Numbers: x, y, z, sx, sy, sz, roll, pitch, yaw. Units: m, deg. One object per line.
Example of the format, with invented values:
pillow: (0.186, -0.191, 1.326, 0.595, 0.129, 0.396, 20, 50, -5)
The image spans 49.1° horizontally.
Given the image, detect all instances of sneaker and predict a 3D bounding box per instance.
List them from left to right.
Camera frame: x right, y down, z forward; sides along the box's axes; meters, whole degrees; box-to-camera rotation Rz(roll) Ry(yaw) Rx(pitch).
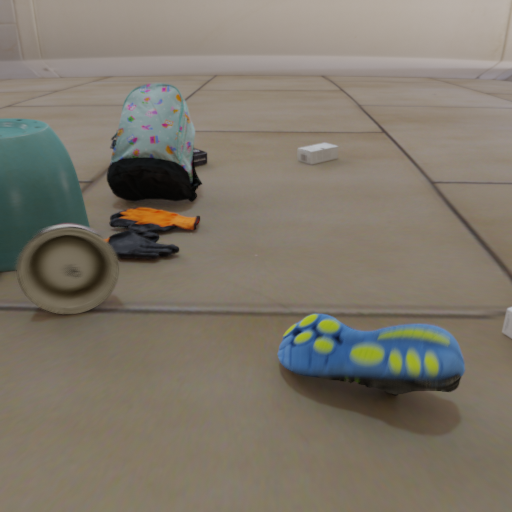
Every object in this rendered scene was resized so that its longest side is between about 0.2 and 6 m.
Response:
sneaker: (1.244, 1.244, 6.528, 2.305, 0.955, 0.817, 0, 50, 35)

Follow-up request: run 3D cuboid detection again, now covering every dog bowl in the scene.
dog bowl: (-2.722, 0.137, 8.144, 1.370, 1.370, 0.505, -7, 25, -16)

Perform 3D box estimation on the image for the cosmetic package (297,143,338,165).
cosmetic package: (1.771, -2.930, 16.028, 1.116, 0.413, 0.567, -21, 32, -36)

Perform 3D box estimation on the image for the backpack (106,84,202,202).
backpack: (-2.246, -2.597, 12.784, 2.121, 1.609, 2.541, 5, 65, 2)

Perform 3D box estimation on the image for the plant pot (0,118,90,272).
plant pot: (-4.529, -1.273, 10.228, 2.734, 2.194, 2.734, 1, 25, -1)

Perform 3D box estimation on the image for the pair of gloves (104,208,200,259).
pair of gloves: (-2.175, -0.473, 10.726, 1.873, 0.260, 2.102, 5, 27, 9)

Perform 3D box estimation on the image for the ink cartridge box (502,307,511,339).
ink cartridge box: (3.921, 1.009, 7.394, 0.722, 0.417, 0.996, -11, 27, -23)

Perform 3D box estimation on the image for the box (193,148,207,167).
box: (-2.613, -2.839, 15.868, 1.529, 0.386, 2.138, -21, 30, -36)
